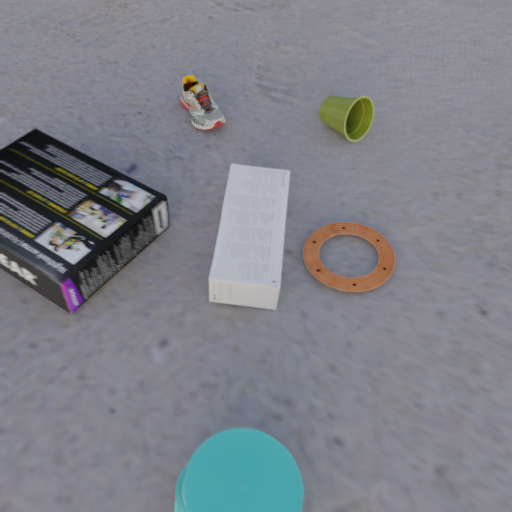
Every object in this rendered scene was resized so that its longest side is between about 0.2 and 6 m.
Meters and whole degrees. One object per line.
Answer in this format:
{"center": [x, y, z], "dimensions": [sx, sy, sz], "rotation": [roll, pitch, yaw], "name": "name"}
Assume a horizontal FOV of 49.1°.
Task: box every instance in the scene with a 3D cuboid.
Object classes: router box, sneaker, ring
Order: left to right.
{"center": [-4.141, -0.897, 11.308], "dimensions": [3.838, 0.980, 2.863], "rotation": [28, 52, 20], "name": "router box"}
{"center": [-1.427, -3.845, 14.113], "dimensions": [0.760, 0.802, 1.952], "rotation": [-25, 54, -20], "name": "sneaker"}
{"center": [1.842, 0.023, 11.160], "dimensions": [1.821, 0.175, 1.821], "rotation": [0, 48, 1], "name": "ring"}

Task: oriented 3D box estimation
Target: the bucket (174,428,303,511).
{"center": [-0.239, 3.279, 7.501], "dimensions": [1.816, 1.181, 1.816], "rotation": [4, 50, -5], "name": "bucket"}

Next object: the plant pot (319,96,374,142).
{"center": [2.135, -3.470, 13.747], "dimensions": [1.109, 1.109, 1.053], "rotation": [-35, 45, -27], "name": "plant pot"}

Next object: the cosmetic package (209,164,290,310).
{"center": [-0.076, -0.464, 11.119], "dimensions": [1.304, 0.800, 3.159], "rotation": [6, 49, 2], "name": "cosmetic package"}
